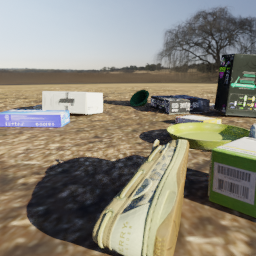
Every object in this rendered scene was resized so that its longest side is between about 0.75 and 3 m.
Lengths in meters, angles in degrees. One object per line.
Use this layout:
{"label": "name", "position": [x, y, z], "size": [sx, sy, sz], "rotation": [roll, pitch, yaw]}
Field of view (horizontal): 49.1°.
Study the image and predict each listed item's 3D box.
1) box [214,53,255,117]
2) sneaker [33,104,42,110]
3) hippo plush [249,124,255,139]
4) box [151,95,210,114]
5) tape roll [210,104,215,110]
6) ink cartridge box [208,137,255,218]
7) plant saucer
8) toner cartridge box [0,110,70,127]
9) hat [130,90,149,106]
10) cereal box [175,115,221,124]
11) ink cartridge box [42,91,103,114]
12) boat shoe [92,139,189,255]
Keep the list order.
{"label": "box", "position": [5.479, -2.094, 13.656], "size": [1.766, 2.842, 2.111], "rotation": [4, 13, 1]}
{"label": "sneaker", "position": [-4.711, -1.160, 15.421], "size": [1.050, 0.393, 0.444], "rotation": [-7, 17, -30]}
{"label": "hippo plush", "position": [3.563, 0.333, 7.074], "size": [0.875, 0.867, 1.088], "rotation": [3, 12, 18]}
{"label": "box", "position": [2.790, -1.371, 15.588], "size": [2.296, 0.724, 2.911], "rotation": [-3, 12, -15]}
{"label": "tape roll", "position": [4.786, -1.241, 16.241], "size": [1.183, 0.216, 1.183], "rotation": [1, 12, 0]}
{"label": "ink cartridge box", "position": [2.868, 0.744, 4.864], "size": [2.516, 0.953, 1.859], "rotation": [-12, 17, -42]}
{"label": "plant saucer", "position": [2.472, 0.252, 8.632], "size": [2.539, 0.394, 2.539], "rotation": [1, 12, 0]}
{"label": "toner cartridge box", "position": [-3.784, -0.409, 11.391], "size": [2.548, 0.550, 1.210], "rotation": [1, 12, 3]}
{"label": "hat", "position": [1.014, -1.537, 17.792], "size": [1.312, 1.394, 1.584], "rotation": [0, 51, 34]}
{"label": "cereal box", "position": [2.819, -0.284, 11.334], "size": [1.080, 0.297, 1.501], "rotation": [-5, 10, -35]}
{"label": "ink cartridge box", "position": [-2.758, -1.307, 14.203], "size": [2.526, 1.058, 1.822], "rotation": [5, 8, 20]}
{"label": "boat shoe", "position": [0.396, 0.814, 4.252], "size": [0.915, 1.070, 2.918], "rotation": [6, 13, 14]}
